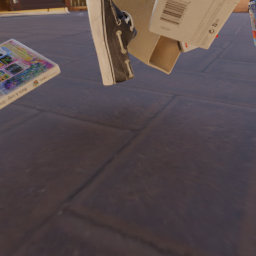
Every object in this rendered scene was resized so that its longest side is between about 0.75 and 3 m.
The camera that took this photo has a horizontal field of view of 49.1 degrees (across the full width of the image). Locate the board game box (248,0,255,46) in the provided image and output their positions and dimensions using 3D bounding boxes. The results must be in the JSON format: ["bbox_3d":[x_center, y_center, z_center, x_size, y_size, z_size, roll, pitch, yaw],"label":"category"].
[{"bbox_3d":[4.161,-3.259,8.724,0.406,1.421,1.451,-12,18,19],"label":"board game box"}]

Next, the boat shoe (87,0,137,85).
[{"bbox_3d":[-0.291,-2.133,6.087,0.958,2.826,1.014,-10,47,-1],"label":"boat shoe"}]

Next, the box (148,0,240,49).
[{"bbox_3d":[1.226,-2.406,5.316,1.336,1.329,0.873,15,64,-5],"label":"box"}]

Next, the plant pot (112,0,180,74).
[{"bbox_3d":[0.623,-3.879,9.536,2.643,2.982,2.985,30,14,17],"label":"plant pot"}]

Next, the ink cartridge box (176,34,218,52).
[{"bbox_3d":[2.402,-3.545,9.777,1.669,1.354,0.419,-23,18,-8],"label":"ink cartridge box"}]

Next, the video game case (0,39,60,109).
[{"bbox_3d":[-2.418,-0.986,5.181,1.659,0.216,1.823,-39,50,-24],"label":"video game case"}]
